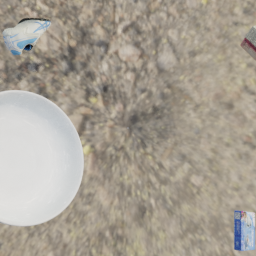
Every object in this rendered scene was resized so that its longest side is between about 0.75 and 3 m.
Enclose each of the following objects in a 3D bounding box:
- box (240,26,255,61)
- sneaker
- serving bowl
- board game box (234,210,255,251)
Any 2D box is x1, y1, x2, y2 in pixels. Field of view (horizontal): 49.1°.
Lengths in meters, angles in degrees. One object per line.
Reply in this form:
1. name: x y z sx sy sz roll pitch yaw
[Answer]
1. box: 3.492 -1.982 6.949 0.702 0.599 1.099 -14 59 -27
2. sneaker: -2.511 -2.384 7.114 0.654 0.659 1.819 7 36 12
3. serving bowl: -2.084 0.591 5.406 0.829 2.519 2.519 -19 70 37
4. board game box: 2.438 2.134 5.838 0.166 0.760 0.764 -7 70 42
